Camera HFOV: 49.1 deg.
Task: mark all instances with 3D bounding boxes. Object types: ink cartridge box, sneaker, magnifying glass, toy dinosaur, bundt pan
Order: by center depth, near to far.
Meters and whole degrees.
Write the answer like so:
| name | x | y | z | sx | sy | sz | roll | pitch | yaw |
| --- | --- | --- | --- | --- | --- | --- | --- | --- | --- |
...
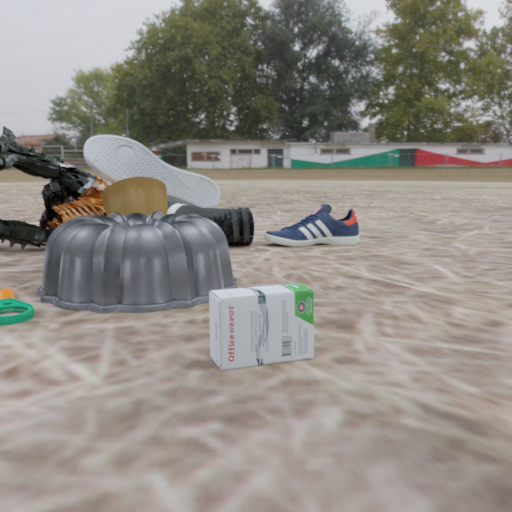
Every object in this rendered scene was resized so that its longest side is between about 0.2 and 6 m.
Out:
| name | x | y | z | sx | sy | sz | roll | pitch | yaw |
| --- | --- | --- | --- | --- | --- | --- | --- | --- | --- |
| ink cartridge box | 0.039 | 0.583 | 4.742 | 0.845 | 0.619 | 0.351 | -3 | 9 | -20 |
| magnifying glass | -2.818 | 0.568 | 6.347 | 0.524 | 0.147 | 1.316 | -5 | 13 | -24 |
| bundt pan | -1.545 | -0.041 | 7.392 | 2.611 | 0.980 | 2.611 | -1 | 10 | 0 |
| sneaker | -0.774 | -0.580 | 10.669 | 1.258 | 0.897 | 2.536 | -2 | 4 | 18 |
| toy dinosaur | -3.577 | -1.060 | 10.742 | 3.026 | 2.277 | 4.458 | 14 | -16 | -16 |
| sneaker | 1.123 | -0.636 | 11.313 | 1.958 | 0.828 | 0.734 | -2 | 10 | -12 |
| sneaker | -2.426 | -1.410 | 11.850 | 2.919 | 1.074 | 1.721 | 22 | -27 | -27 |

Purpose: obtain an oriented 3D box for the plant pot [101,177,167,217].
| name | x | y | z | sx | sy | sz | roll | pitch | yaw |
| --- | --- | --- | --- | --- | --- | --- | --- | --- | --- |
| plant pot | -1.925 | -0.534 | 9.332 | 1.105 | 1.185 | 1.105 | -14 | -19 | -5 |
